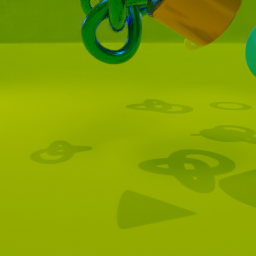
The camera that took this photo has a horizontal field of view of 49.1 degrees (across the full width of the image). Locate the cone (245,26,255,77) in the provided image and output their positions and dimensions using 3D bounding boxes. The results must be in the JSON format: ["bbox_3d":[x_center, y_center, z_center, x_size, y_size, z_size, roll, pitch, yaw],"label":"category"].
[{"bbox_3d":[2.402,-1.176,4.110,0.990,0.990,0.994,16,25,39],"label":"cone"}]

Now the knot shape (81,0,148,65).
[{"bbox_3d":[-0.143,-1.937,5.008,0.810,1.640,1.752,36,18,21],"label":"knot shape"}]

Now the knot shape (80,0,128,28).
[{"bbox_3d":[-0.354,-4.175,9.281,1.937,0.956,2.070,-6,-14,41],"label":"knot shape"}]

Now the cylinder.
[{"bbox_3d":[0.978,-1.943,4.247,1.036,1.036,1.036,23,10,-21],"label":"cylinder"}]

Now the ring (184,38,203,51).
[{"bbox_3d":[2.504,-3.159,9.536,1.311,1.311,0.262,-14,66,-36],"label":"ring"}]
